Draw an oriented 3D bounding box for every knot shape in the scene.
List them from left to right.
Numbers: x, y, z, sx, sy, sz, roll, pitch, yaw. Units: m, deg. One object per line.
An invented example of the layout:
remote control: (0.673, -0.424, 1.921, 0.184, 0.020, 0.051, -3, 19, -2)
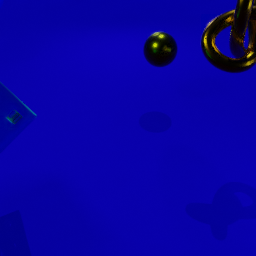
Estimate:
knot shape: (2.166, -1.697, 4.941, 1.526, 1.631, 0.753, 13, 13, -30)

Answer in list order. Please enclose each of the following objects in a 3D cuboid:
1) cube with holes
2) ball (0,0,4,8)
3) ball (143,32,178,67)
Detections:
cube with holes: (-2.419, -0.262, 4.042, 1.318, 1.318, 1.318, -48, 33, -12)
ball: (-3.924, -3.645, 7.600, 1.035, 1.035, 1.035, 0, 36, 0)
ball: (0.861, -2.080, 7.458, 0.914, 0.914, 0.914, 0, 36, 0)
